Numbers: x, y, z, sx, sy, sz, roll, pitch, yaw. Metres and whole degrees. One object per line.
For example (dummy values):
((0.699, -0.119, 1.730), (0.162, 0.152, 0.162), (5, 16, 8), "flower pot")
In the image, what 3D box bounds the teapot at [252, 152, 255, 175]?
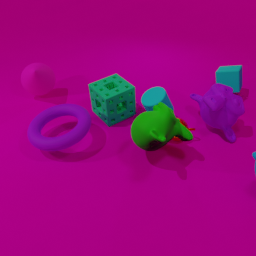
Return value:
((3.319, 0.846, 6.284), (1.492, 0.928, 0.731), (21, 39, -26), "teapot")

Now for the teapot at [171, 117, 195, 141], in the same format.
((1.353, 0.039, 7.931), (1.087, 0.676, 0.532), (0, 1, 3), "teapot")

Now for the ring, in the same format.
((-1.891, -0.058, 7.745), (1.783, 0.357, 1.783), (-6, 42, 6), "ring")

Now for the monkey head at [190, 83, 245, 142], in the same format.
((2.495, -0.527, 8.026), (1.422, 1.191, 1.976), (-16, 59, -38), "monkey head")

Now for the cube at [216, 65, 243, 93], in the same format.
((3.516, -1.696, 9.712), (0.761, 0.761, 0.761), (3, 26, 29), "cube")

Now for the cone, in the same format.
((-2.972, -1.709, 9.118), (1.152, 1.152, 1.157), (-10, 0, -13), "cone")

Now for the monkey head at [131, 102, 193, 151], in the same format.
((0.806, 0.147, 7.035), (1.434, 1.994, 1.202), (40, 79, -4), "monkey head")

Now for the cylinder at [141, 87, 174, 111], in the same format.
((0.893, -0.704, 8.423), (0.776, 0.776, 0.776), (-18, 45, 18), "cylinder")

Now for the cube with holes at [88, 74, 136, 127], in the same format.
((-0.478, -0.891, 8.780), (1.032, 1.032, 1.032), (-26, 46, -24), "cube with holes")
